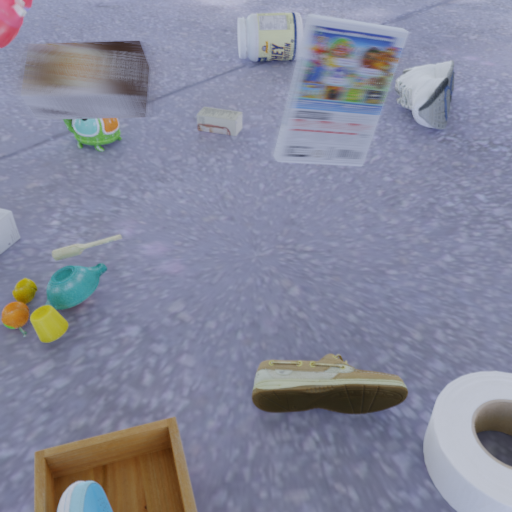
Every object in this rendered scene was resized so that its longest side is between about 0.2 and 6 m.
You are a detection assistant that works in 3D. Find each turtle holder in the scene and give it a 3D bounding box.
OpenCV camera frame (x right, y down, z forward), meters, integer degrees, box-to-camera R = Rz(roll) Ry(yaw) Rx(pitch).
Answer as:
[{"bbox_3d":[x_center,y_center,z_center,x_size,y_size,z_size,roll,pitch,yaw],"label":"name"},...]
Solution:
[{"bbox_3d":[-3.832,-3.137,13.102,1.028,0.961,1.353,-30,48,-31],"label":"turtle holder"}]

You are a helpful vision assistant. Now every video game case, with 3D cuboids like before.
[{"bbox_3d":[1.273,-2.464,8.715,1.613,2.252,0.203,0,37,-20],"label":"video game case"}]

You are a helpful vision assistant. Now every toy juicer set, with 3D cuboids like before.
[{"bbox_3d":[-3.128,0.498,8.967,1.372,0.587,2.156,-1,39,27],"label":"toy juicer set"}]

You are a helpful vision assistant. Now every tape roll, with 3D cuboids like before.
[{"bbox_3d":[2.973,2.271,6.577,1.878,0.657,1.878,0,38,0],"label":"tape roll"}]

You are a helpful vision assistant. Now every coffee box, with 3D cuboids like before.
[{"bbox_3d":[-2.443,-2.546,8.141,1.626,0.648,0.930,-2,71,1],"label":"coffee box"}]

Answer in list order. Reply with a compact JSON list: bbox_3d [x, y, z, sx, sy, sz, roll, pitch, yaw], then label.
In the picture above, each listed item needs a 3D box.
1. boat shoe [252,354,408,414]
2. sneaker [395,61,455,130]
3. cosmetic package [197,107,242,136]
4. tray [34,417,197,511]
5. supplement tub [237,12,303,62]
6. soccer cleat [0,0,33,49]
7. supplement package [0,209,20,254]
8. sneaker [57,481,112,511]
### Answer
[{"bbox_3d":[0.948,1.617,7.327,1.995,0.738,0.662,1,44,1],"label":"boat shoe"},{"bbox_3d":[4.224,-4.072,14.295,1.478,1.265,3.395,5,30,19],"label":"sneaker"},{"bbox_3d":[-0.887,-3.292,13.712,1.020,0.445,0.527,12,40,16],"label":"cosmetic package"},{"bbox_3d":[-1.248,3.238,5.429,1.610,0.605,3.265,-11,41,-13],"label":"tray"},{"bbox_3d":[0.410,-6.731,17.251,1.909,1.384,1.384,-4,39,-4],"label":"supplement tub"},{"bbox_3d":[-3.728,-3.437,7.772,1.037,0.905,2.713,-41,38,8],"label":"soccer cleat"},{"bbox_3d":[-4.805,-0.329,9.857,0.620,0.618,1.057,13,41,16],"label":"supplement package"},{"bbox_3d":[-1.070,2.790,5.241,1.297,0.790,1.986,-37,53,5],"label":"sneaker"}]
